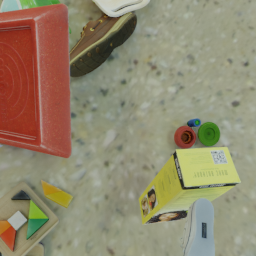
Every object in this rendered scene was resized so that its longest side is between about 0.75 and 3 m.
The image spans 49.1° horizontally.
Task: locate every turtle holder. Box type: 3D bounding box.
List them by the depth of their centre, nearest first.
[{"bbox_3d":[-2.975,-3.476,8.322,1.659,1.775,2.337,-24,104,11],"label":"turtle holder"}]

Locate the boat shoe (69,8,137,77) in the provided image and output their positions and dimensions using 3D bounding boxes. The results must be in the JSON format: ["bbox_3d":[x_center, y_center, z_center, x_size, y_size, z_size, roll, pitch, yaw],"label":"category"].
[{"bbox_3d":[-0.971,-2.682,8.586,0.975,1.040,2.888,39,72,15],"label":"boat shoe"}]

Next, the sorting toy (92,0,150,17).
[{"bbox_3d":[-0.315,-4.260,8.632,2.260,1.207,2.034,-21,61,-5],"label":"sorting toy"}]

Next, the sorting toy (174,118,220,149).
[{"bbox_3d":[1.906,0.150,8.077,1.373,0.564,0.825,-6,90,-14],"label":"sorting toy"}]

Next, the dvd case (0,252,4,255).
[{"bbox_3d":[-3.813,3.434,6.989,1.785,0.221,1.342,-17,72,1],"label":"dvd case"}]

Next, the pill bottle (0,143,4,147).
[{"bbox_3d":[-3.121,-0.646,7.812,2.241,1.341,1.341,-40,78,-10],"label":"pill bottle"}]

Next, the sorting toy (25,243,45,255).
[{"bbox_3d":[-3.515,4.040,7.075,2.822,0.378,2.102,-4,72,6],"label":"sorting toy"}]

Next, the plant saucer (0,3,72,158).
[{"bbox_3d":[-2.400,-0.911,5.655,2.855,0.524,2.850,8,103,29],"label":"plant saucer"}]

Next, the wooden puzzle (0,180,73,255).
[{"bbox_3d":[-2.803,2.328,7.179,1.741,0.302,2.581,34,60,12],"label":"wooden puzzle"}]

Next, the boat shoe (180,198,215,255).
[{"bbox_3d":[0.884,1.524,3.793,0.405,0.468,1.097,15,62,-9],"label":"boat shoe"}]

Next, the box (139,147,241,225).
[{"bbox_3d":[0.994,1.251,5.457,1.000,2.656,0.666,-2,60,-13],"label":"box"}]
